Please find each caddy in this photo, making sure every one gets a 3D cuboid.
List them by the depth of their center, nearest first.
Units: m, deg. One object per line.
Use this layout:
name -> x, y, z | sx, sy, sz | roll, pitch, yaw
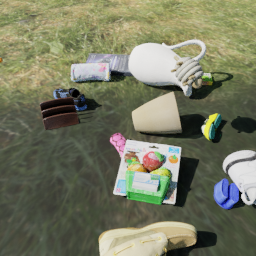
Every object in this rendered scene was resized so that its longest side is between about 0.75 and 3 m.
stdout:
caddy -> 2.518, 1.708, 7.232 | 0.550, 0.409, 0.778 | 29, 41, -1

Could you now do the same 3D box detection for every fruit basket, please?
fruit basket -> 0.557, 1.085, 7.494 | 1.599, 0.809, 1.727 | 8, 59, 10

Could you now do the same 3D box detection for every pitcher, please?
pitcher -> 1.637, -2.802, 11.652 | 2.779, 1.685, 2.384 | 22, 79, 23

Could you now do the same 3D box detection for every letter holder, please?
letter holder -> -2.380, -0.528, 9.714 | 1.190, 0.846, 0.598 | -12, 40, -15

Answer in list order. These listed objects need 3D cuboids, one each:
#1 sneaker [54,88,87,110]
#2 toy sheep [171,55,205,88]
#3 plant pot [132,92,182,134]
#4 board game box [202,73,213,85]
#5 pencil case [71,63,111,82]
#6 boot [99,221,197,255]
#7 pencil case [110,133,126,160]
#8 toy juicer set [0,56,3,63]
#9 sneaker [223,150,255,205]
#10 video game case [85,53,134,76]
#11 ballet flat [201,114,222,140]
sneaker -> -2.257, -1.300, 10.839 | 1.729, 0.674, 0.606 | 25, 45, 28
toy sheep -> 1.643, -1.573, 7.746 | 0.808, 0.808, 1.173 | -27, 77, -30
plant pot -> 0.921, -0.367, 9.306 | 1.467, 1.374, 1.374 | -12, 37, 9
board game box -> 2.810, -2.203, 12.362 | 1.694, 0.254, 0.809 | 6, 38, 4
pencil case -> -1.614, -2.418, 12.238 | 1.746, 0.792, 0.726 | -2, 5, -4
boot -> 0.498, 2.775, 5.545 | 2.117, 0.770, 1.645 | -5, 38, -4
pencil case -> -0.192, 0.590, 8.622 | 0.484, 0.469, 1.033 | -21, 40, -18
toy juicer set -> -4.175, -2.045, 8.518 | 0.758, 0.482, 0.206 | -24, 46, 5
sneaker -> 4.013, 1.292, 7.305 | 2.683, 1.008, 1.542 | -6, 39, 1
video game case -> -0.691, -3.061, 13.450 | 2.682, 0.254, 1.916 | 3, 38, 5
ballet flat -> 2.755, -0.030, 9.469 | 0.490, 0.489, 1.463 | -2, 29, 34
